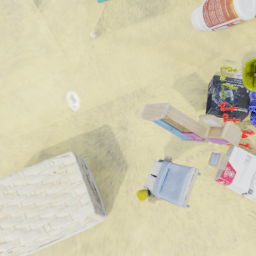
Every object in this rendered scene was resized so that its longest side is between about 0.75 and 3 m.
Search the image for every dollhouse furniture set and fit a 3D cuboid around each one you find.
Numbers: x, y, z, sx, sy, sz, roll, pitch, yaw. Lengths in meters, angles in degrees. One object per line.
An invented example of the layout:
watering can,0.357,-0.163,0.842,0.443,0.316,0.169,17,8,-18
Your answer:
dollhouse furniture set,0.896,0.705,5.912,1.362,1.971,2.088,27,80,-24

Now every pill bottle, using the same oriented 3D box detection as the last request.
pill bottle,2.620,-3.259,7.824,0.939,1.674,0.939,-1,93,-32

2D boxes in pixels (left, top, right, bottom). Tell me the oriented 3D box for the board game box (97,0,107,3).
board game box,-0.191,-6.364,10.965,2.962,0.695,2.236,-20,72,-7

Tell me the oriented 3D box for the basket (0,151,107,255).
basket,-2.280,2.087,7.520,2.924,1.804,1.982,-23,72,-7

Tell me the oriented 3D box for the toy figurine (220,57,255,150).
toy figurine,3.823,-0.832,8.760,1.430,1.624,2.711,-3,105,35

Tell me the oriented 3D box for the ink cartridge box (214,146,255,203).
ink cartridge box,3.598,1.434,8.342,1.580,0.659,1.147,29,74,9

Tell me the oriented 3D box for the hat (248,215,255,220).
hat,4.145,3.120,8.048,0.960,1.020,1.158,-8,105,-30

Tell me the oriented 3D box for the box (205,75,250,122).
box,3.258,-0.958,9.129,1.213,0.724,1.233,10,73,3
